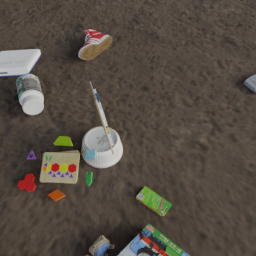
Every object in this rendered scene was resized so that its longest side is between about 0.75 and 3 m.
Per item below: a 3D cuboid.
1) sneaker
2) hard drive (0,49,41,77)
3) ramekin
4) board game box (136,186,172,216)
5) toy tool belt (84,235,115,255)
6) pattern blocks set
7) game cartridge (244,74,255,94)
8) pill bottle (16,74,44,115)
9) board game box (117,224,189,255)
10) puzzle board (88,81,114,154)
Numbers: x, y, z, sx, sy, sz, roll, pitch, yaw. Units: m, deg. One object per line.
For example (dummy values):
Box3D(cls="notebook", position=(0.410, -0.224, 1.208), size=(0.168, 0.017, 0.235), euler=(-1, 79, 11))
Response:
Box3D(cls="sneaker", position=(-1.914, -4.058, 13.521), size=(1.264, 0.801, 2.247), euler=(30, 48, 19))
Box3D(cls="hard drive", position=(-4.992, -2.847, 12.115), size=(1.904, 0.366, 2.886), euler=(-5, 29, -4))
Box3D(cls="ramekin", position=(-0.902, 0.580, 9.537), size=(1.459, 0.680, 1.459), euler=(0, 48, 0))
Box3D(cls="board game box", position=(0.784, 2.218, 8.469), size=(1.005, 0.151, 0.480), euler=(29, 56, 26))
Box3D(cls="toy tool belt", position=(-0.755, 3.259, 7.332), size=(0.486, 0.494, 0.790), euler=(25, 54, 31))
Box3D(cls="pattern blocks set", position=(-2.171, 1.243, 8.857), size=(2.309, 0.187, 2.030), euler=(9, 71, 12))
Box3D(cls="game cartridge", position=(5.732, -1.965, 12.065), size=(1.360, 0.278, 0.905), euler=(-21, 56, -17))
Box3D(cls="pill bottle", position=(-3.847, -1.328, 11.050), size=(0.918, 0.918, 1.624), euler=(-16, 49, -14))
Box3D(cls="board game box", position=(0.470, 3.513, 6.862), size=(1.529, 0.370, 2.022), euler=(31, 44, 28))
Box3D(cls="puzzle board", position=(-0.718, -0.299, 7.891), size=(0.154, 1.767, 1.332), euler=(-19, 33, -5))
